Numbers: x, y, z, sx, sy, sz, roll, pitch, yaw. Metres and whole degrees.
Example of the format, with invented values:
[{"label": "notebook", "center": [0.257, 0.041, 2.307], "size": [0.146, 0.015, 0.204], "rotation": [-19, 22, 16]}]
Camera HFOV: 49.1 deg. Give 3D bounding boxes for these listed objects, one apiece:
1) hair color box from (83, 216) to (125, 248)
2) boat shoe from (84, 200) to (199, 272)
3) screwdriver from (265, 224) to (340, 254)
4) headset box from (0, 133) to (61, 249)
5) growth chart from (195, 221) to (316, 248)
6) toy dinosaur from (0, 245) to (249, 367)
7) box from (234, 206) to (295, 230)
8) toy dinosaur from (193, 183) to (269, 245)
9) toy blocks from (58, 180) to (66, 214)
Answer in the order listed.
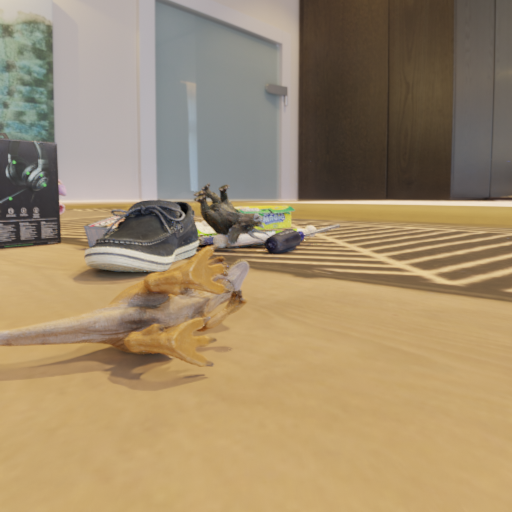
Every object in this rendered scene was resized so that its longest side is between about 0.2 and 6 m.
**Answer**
[{"label": "hair color box", "center": [-2.511, -0.434, 10.765], "size": [1.614, 0.489, 0.799], "rotation": [7, 25, 43]}, {"label": "boat shoe", "center": [-1.690, -0.354, 8.722], "size": [1.225, 1.022, 3.284], "rotation": [3, 9, 11]}, {"label": "screwdriver", "center": [1.000, -0.425, 11.244], "size": [0.428, 0.411, 2.945], "rotation": [-11, 4, 30]}, {"label": "headset box", "center": [-5.114, -1.329, 11.256], "size": [1.067, 2.300, 2.003], "rotation": [6, 10, 38]}, {"label": "growth chart", "center": [-1.126, -0.476, 12.442], "size": [2.951, 0.362, 4.078], "rotation": [-8, 10, -42]}, {"label": "toy dinosaur", "center": [-0.917, 0.484, 4.082], "size": [2.648, 0.800, 1.407], "rotation": [-6, -8, -41]}, {"label": "box", "center": [-0.106, -0.828, 12.090], "size": [1.261, 0.520, 2.149], "rotation": [-5, 4, -20]}, {"label": "toy dinosaur", "center": [-0.727, -0.789, 10.845], "size": [0.842, 1.119, 2.188], "rotation": [-30, 20, -20]}, {"label": "toy blocks", "center": [-5.849, -1.091, 14.782], "size": [1.516, 1.801, 1.683], "rotation": [40, 39, 23]}]
